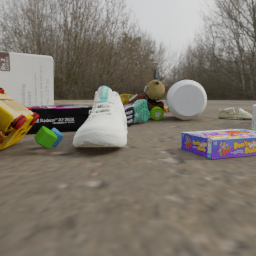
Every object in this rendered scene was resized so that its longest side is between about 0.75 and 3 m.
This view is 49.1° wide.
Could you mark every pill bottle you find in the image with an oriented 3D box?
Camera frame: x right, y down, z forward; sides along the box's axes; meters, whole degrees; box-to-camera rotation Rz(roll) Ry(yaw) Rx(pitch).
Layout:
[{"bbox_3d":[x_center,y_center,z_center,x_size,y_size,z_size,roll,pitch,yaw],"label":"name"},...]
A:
[{"bbox_3d":[2.389,-1.186,11.660,1.598,1.598,2.848,1,6,7],"label":"pill bottle"}]

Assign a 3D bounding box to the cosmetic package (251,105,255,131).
[{"bbox_3d":[4.796,-0.178,6.902,2.991,0.757,1.235,0,7,0],"label":"cosmetic package"}]

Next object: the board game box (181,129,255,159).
[{"bbox_3d":[1.860,0.262,5.128,1.453,0.325,0.977,-2,7,-19],"label":"board game box"}]

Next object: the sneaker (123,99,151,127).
[{"bbox_3d":[0.008,-0.579,9.697,0.991,0.842,2.264,7,10,26],"label":"sneaker"}]

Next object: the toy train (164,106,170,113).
[{"bbox_3d":[1.926,-1.063,15.940,1.371,0.381,1.030,2,5,-8],"label":"toy train"}]

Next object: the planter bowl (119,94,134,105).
[{"bbox_3d":[0.009,-0.978,13.288,1.360,0.567,1.360,8,44,-8],"label":"planter bowl"}]

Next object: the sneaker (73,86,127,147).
[{"bbox_3d":[-0.510,-0.282,5.895,1.036,1.219,2.754,2,7,2],"label":"sneaker"}]

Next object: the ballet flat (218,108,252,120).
[{"bbox_3d":[4.448,-0.594,11.550,1.445,0.502,0.502,4,8,27],"label":"ballet flat"}]

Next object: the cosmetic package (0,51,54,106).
[{"bbox_3d":[-4.428,-1.343,9.706,2.891,2.383,2.385,-8,11,-44],"label":"cosmetic package"}]

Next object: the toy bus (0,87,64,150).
[{"bbox_3d":[-2.383,-0.084,5.015,1.871,1.025,1.983,37,1,39],"label":"toy bus"}]

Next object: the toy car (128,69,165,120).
[{"bbox_3d":[0.883,-1.454,11.375,1.503,1.905,1.564,12,13,-7],"label":"toy car"}]

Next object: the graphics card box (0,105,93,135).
[{"bbox_3d":[-2.475,-0.294,8.133,2.789,0.709,1.750,-2,7,-27],"label":"graphics card box"}]
